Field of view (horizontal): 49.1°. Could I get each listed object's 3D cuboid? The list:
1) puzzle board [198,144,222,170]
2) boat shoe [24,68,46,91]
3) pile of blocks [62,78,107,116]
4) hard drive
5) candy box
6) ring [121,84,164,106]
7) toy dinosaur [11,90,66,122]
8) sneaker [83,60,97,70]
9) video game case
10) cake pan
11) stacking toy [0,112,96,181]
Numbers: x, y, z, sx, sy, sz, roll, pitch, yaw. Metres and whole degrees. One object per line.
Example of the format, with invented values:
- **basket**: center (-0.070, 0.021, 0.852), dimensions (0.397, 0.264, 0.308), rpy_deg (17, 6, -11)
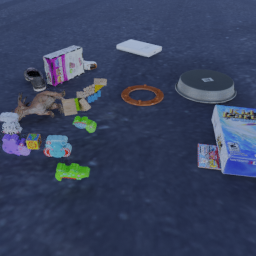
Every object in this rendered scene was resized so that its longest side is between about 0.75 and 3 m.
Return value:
- **puzzle board**: center (2.225, 0.739, 7.398), dimensions (0.737, 0.085, 0.977), rpy_deg (7, 34, 10)
- **boat shoe**: center (-3.732, -2.109, 11.196), dimensions (0.661, 0.564, 1.978), rpy_deg (-18, 38, -24)
- **pile of blocks**: center (-1.155, -0.843, 7.752), dimensions (1.481, 0.608, 0.460), rpy_deg (-34, 9, -2)
- **hard drive**: center (0.576, -4.160, 14.518), dimensions (1.972, 0.259, 1.301), rpy_deg (23, 40, 30)
- **candy box**: center (-2.554, -2.541, 11.314), dimensions (0.515, 1.152, 1.690), rpy_deg (23, 39, 29)
- **ring**: center (0.534, -1.258, 10.314), dimensions (1.565, 0.150, 1.565), rpy_deg (0, 33, 0)
- **toy dinosaur**: center (-2.861, -0.865, 9.198), dimensions (1.310, 0.830, 1.933), rpy_deg (12, 30, 29)
- **sneaker**: center (-1.884, -2.756, 12.322), dimensions (1.049, 0.382, 0.444), rpy_deg (-7, 32, -12)
- **video game case**: center (3.779, 0.329, 7.454), dimensions (2.725, 0.619, 2.470), rpy_deg (6, 33, 5)
- **cake pan**: center (2.968, -1.661, 10.666), dimensions (2.288, 0.420, 2.288), rpy_deg (0, 34, 0)
- **stacking toy**: center (-2.344, 0.509, 7.307), dimensions (2.940, 0.691, 2.217), rpy_deg (2, 36, 0)
